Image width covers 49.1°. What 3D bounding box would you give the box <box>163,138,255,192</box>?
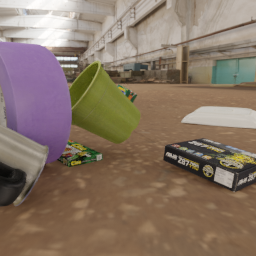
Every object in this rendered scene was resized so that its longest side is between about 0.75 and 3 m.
[{"bbox_3d":[1.734,0.642,5.513,1.321,0.402,1.639,-5,16,-39],"label":"box"}]

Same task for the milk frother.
[{"bbox_3d":[-2.290,0.724,3.884,1.621,1.723,1.555,32,22,-23],"label":"milk frother"}]

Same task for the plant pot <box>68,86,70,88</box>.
[{"bbox_3d":[-2.258,-1.652,15.176,2.634,1.216,2.634,0,12,0],"label":"plant pot"}]

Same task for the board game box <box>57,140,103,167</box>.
[{"bbox_3d":[-1.384,0.575,6.728,0.848,0.190,1.619,-6,13,-37],"label":"board game box"}]

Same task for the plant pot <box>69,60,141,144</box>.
[{"bbox_3d":[-0.596,-0.431,6.613,1.579,1.662,1.662,37,-5,-25],"label":"plant pot"}]

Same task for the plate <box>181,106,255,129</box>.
[{"bbox_3d":[3.912,-0.525,11.489,2.858,0.463,2.864,4,12,25],"label":"plate"}]

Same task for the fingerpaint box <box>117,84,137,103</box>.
[{"bbox_3d":[-0.329,-1.208,12.333,0.521,1.185,1.421,29,6,-26],"label":"fingerpaint box"}]

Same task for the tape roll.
[{"bbox_3d":[-2.278,-0.415,5.627,2.525,2.525,1.073,11,16,44],"label":"tape roll"}]
